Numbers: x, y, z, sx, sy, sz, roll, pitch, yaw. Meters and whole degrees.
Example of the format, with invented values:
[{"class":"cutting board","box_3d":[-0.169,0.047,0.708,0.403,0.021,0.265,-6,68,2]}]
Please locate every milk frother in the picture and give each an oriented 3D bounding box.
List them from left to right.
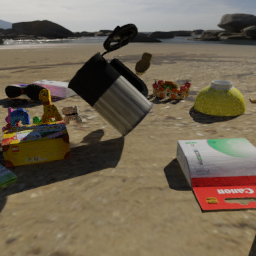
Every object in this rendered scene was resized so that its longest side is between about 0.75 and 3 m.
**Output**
[{"class":"milk frother","box_3d":[-0.130,-1.635,9.696,2.602,2.711,2.882,-52,8,-27]}]

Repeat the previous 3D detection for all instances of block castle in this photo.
[{"class":"block castle","box_3d":[2.462,-2.319,15.960,2.001,0.939,1.337,10,24,23]}]

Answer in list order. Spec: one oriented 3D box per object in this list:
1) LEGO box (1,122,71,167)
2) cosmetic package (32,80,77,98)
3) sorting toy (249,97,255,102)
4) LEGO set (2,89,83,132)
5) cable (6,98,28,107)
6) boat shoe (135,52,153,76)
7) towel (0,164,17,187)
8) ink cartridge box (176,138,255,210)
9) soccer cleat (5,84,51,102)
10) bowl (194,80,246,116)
[{"class":"LEGO box","box_3d":[-2.972,0.474,9.184,1.989,0.768,1.481,-7,23,-17]},{"class":"cosmetic package","box_3d":[-4.274,-2.336,16.386,2.605,0.660,1.075,11,25,26]},{"class":"sorting toy","box_3d":[6.977,-1.522,15.080,0.725,0.143,0.783,4,18,11]},{"class":"LEGO set","box_3d":[-3.158,-0.683,10.060,2.870,1.178,1.095,-7,-12,-8]},{"class":"cable","box_3d":[-5.635,-1.325,14.465,1.088,0.276,0.887,7,18,22]},{"class":"boat shoe","box_3d":[0.709,-2.753,12.516,0.624,0.560,1.687,21,46,8]},{"class":"towel","box_3d":[-3.975,1.364,7.801,1.536,0.236,1.146,20,31,36]},{"class":"ink cartridge box","box_3d":[2.725,1.121,7.777,2.228,0.693,2.768,-2,20,-3]},{"class":"soccer cleat","box_3d":[-5.305,-1.991,15.266,2.739,0.934,1.002,5,17,17]},{"class":"bowl","box_3d":[4.507,-1.587,13.636,2.448,1.317,2.448,1,21,0]}]
